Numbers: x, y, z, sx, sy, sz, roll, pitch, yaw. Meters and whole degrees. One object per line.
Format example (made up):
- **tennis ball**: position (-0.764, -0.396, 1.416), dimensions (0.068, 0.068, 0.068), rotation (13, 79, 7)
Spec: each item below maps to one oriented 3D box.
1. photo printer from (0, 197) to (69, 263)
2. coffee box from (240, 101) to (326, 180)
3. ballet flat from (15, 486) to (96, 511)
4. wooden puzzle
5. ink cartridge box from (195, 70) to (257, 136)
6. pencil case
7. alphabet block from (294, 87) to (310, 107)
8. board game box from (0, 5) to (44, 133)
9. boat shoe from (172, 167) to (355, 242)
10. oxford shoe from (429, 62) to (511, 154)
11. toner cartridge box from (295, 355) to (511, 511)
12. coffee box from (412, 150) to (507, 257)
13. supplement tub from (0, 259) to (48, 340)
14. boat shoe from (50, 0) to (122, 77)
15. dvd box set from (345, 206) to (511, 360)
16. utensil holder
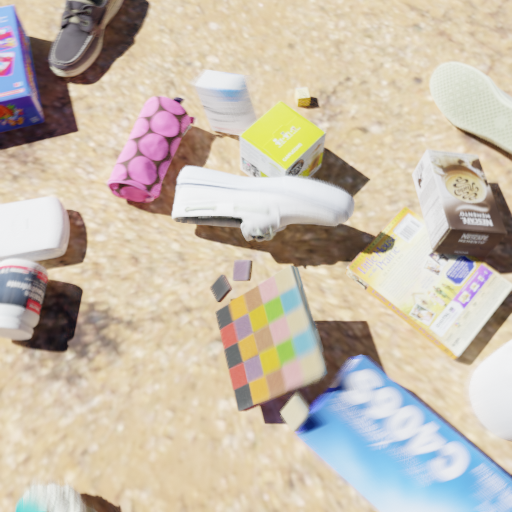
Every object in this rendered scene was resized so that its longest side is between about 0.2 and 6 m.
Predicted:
- **photo printer**: position (-3.898, -0.420, 9.589), dimensions (1.344, 0.467, 1.118), rotation (-10, 65, -4)
- **coffee box**: position (0.454, -1.845, 9.926), dimensions (1.072, 1.060, 1.070), rotation (40, 71, 17)
- **ballet flat**: position (-1.941, 3.808, 6.942), dimensions (2.893, 1.038, 1.038), rotation (30, 67, 37)
- **wooden puzzle**: position (0.166, 1.194, 8.125), dimensions (1.625, 0.192, 2.740), rotation (-33, 59, 32)
- **ink cartridge box**: position (-0.533, -2.769, 10.224), dimensions (0.807, 1.105, 0.466), rotation (16, 62, 25)
- **pencil case**: position (-1.868, -1.889, 10.084), dimensions (0.959, 0.929, 2.047), rotation (25, 68, -13)
- **alphabet block**: position (0.902, -3.108, 10.964), dimensions (0.256, 0.257, 0.262), rotation (-7, 65, -2)
- **board game box**: position (-6.165, -3.307, 10.741), dimensions (3.613, 0.809, 2.429), rotation (-15, 66, -7)
- **boat shoe**: position (0.054, -0.705, 9.278), dimensions (3.057, 1.125, 1.021), rotation (10, 78, 21)
- **oxford shoe**: position (4.411, -2.688, 10.528), dimensions (2.740, 1.030, 0.791), rotation (45, 31, 26)
- **toner cartridge box**: position (2.140, 2.905, 7.664), dimensions (3.047, 0.658, 1.447), rotation (39, 81, 11)
- **coffee box**: position (3.377, -0.898, 9.445), dimensions (0.993, 0.701, 1.758), rotation (4, 54, -10)
- **supplement tub**: position (-3.802, 0.693, 8.888), dimensions (0.790, 0.790, 1.125), rotation (3, 65, 1)
- **boat shoe**: position (-3.536, -4.888, 11.441), dimensions (0.985, 0.887, 2.738), rotation (17, 66, 8)
- **dvd box set**: position (2.845, 0.397, 9.289), dimensions (2.236, 0.329, 1.636), rotation (39, 71, 16)
- **utensil holder**: position (3.958, 1.814, 7.859), dimensions (1.464, 1.722, 1.464), rotation (0, 66, 0)
